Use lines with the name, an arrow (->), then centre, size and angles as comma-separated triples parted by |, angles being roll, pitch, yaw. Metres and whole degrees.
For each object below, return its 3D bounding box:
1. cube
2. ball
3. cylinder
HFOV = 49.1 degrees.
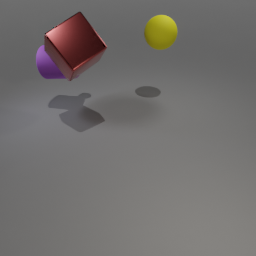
cube -> -1.762, -2.616, 9.216 | 1.400, 1.400, 1.400 | -40, 7, -16
ball -> 1.387, -4.042, 11.883 | 1.400, 1.400, 1.400 | 0, 30, 0
cylinder -> -2.835, -2.762, 11.675 | 1.400, 1.400, 1.400 | 2, 30, 16
